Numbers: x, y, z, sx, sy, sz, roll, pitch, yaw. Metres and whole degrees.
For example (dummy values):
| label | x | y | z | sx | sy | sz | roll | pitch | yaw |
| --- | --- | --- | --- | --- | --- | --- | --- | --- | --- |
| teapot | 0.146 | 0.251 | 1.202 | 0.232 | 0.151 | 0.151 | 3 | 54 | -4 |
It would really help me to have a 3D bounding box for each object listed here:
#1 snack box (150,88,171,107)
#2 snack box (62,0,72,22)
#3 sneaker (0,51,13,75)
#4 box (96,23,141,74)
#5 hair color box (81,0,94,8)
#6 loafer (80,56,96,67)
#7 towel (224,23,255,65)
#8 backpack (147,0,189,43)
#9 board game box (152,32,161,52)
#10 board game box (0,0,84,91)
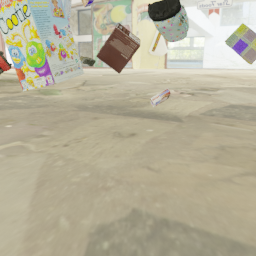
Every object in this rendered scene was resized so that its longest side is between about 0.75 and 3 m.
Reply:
| label | x | y | z | sx | sy | sz | roll | pitch | yaw |
| --- | --- | --- | --- | --- | --- | --- | --- | --- | --- |
| snack box | 0.520 | -0.478 | 4.542 | 0.308 | 0.104 | 0.856 | -31 | -3 | 5 |
| snack box | -2.847 | -4.361 | 9.726 | 1.722 | 1.452 | 0.583 | 20 | 27 | 13 |
| sneaker | -3.403 | -1.529 | 6.552 | 1.635 | 0.578 | 0.799 | 27 | 65 | 40 |
| box | -0.334 | -2.996 | 10.496 | 1.093 | 1.331 | 1.104 | 34 | 24 | -15 |
| hair color box | -1.549 | -5.144 | 10.889 | 0.295 | 0.498 | 0.911 | -28 | 8 | -24 |
| loafer | -1.758 | -2.960 | 12.219 | 0.347 | 0.374 | 0.995 | 45 | 16 | 16 |
| towel | 3.150 | -2.214 | 7.412 | 0.976 | 0.701 | 0.111 | 39 | 39 | -4 |
| backpack | 1.512 | -3.770 | 9.839 | 1.304 | 0.989 | 1.562 | -1 | -17 | 32 |
| board game box | 1.292 | -3.854 | 11.732 | 0.185 | 1.231 | 0.588 | 19 | -4 | -3 |
| board game box | -1.795 | -1.825 | 5.649 | 0.968 | 1.879 | 0.985 | -6 | 18 | 30 |
